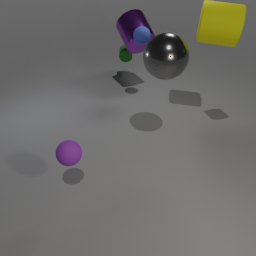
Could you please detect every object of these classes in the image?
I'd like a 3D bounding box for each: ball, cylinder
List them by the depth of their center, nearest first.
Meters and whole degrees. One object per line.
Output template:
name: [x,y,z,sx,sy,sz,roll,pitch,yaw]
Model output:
ball: [-1.581,0.672,7.499,0.700,0.700,0.700,0,33,0]
ball: [1.161,-2.178,8.563,1.400,1.400,1.400,0,33,0]
cylinder: [3.244,-3.681,9.899,1.400,1.400,1.400,11,34,8]
ball: [0.556,-3.723,11.272,0.700,0.700,0.700,0,33,0]
cylinder: [0.349,-4.375,12.772,1.400,1.400,1.400,-16,72,-24]
cylinder: [-0.118,-3.966,14.861,0.700,0.700,0.700,0,44,0]
